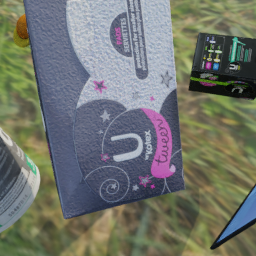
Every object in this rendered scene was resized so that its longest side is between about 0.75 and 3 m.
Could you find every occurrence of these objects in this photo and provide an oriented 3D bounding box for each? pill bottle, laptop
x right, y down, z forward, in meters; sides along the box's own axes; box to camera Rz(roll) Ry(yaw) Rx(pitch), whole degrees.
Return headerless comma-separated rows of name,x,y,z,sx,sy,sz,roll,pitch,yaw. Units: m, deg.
pill bottle,-2.338,0.268,3.531,1.371,2.424,1.371,-14,43,14
laptop,1.894,0.003,3.800,2.240,1.306,2.528,-22,100,-49

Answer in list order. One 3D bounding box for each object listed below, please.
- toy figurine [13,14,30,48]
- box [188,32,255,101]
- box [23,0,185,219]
toy figurine,-0.919,-2.640,5.026,2.557,1.779,2.517,6,99,32
box,1.997,-1.214,5.633,1.389,1.032,0.864,10,77,11
box,-0.269,-0.319,3.233,1.429,1.240,2.162,-10,103,-15
